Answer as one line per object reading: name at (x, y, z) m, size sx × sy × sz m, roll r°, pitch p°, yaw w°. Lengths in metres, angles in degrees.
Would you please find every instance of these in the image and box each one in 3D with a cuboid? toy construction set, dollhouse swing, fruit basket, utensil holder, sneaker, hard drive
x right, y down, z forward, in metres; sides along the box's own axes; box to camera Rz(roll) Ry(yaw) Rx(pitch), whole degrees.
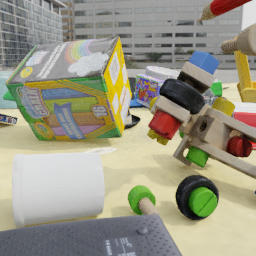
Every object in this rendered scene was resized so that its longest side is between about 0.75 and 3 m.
toy construction set at (1.137, -0.366, 4.211) m, size 2.368 × 2.839 × 2.181 m, roll 5°, pitch 8°, yaw -16°
dollhouse swing at (4.925, -1.779, 9.613) m, size 2.696 × 2.608 × 2.967 m, roll 4°, pitch 14°, yaw 18°
fruit basket at (3.655, -1.789, 13.144) m, size 1.734 × 0.878 × 1.873 m, roll -5°, pitch 7°, yaw 2°
utensil holder at (-0.833, 0.707, 3.397) m, size 0.986 × 0.838 × 0.838 m, roll -2°, pitch 14°, yaw -15°
sneaker at (2.276, -0.577, 7.413) m, size 0.832 × 0.771 × 2.064 m, roll 16°, pitch 32°, yaw -9°
hard drive at (-0.467, 1.221, 2.221) m, size 1.857 × 0.393 × 1.253 m, roll -3°, pitch 15°, yaw -12°

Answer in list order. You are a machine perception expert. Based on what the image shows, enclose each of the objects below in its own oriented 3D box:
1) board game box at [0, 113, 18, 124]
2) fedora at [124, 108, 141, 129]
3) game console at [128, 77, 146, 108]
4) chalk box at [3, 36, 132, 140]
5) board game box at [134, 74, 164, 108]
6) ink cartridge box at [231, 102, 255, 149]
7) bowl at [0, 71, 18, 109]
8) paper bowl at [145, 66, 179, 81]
board game box at (-3.937, -0.339, 8.132) m, size 1.206 × 0.209 × 0.817 m, roll 7°, pitch -6°, yaw 32°
fedora at (-0.717, -0.683, 8.349) m, size 2.359 × 1.078 × 2.359 m, roll -1°, pitch 14°, yaw 0°
game console at (-0.244, -1.449, 11.419) m, size 1.947 × 1.662 × 1.152 m, roll -5°, pitch -11°, yaw -22°
chalk box at (-1.477, -0.857, 6.515) m, size 2.748 × 1.701 × 1.709 m, roll -2°, pitch 43°, yaw 15°
board game box at (0.831, -1.394, 10.798) m, size 0.362 × 1.087 × 1.617 m, roll -7°, pitch 22°, yaw -28°
ink cartridge box at (3.149, -0.103, 6.789) m, size 1.218 × 0.705 × 2.097 m, roll 4°, pitch 15°, yaw 15°
bowl at (-4.695, -1.663, 11.707) m, size 2.582 × 1.350 × 2.582 m, roll 1°, pitch 15°, yaw 0°
paper bowl at (1.988, -2.782, 16.137) m, size 2.133 × 1.109 × 2.133 m, roll 9°, pitch 20°, yaw -3°
